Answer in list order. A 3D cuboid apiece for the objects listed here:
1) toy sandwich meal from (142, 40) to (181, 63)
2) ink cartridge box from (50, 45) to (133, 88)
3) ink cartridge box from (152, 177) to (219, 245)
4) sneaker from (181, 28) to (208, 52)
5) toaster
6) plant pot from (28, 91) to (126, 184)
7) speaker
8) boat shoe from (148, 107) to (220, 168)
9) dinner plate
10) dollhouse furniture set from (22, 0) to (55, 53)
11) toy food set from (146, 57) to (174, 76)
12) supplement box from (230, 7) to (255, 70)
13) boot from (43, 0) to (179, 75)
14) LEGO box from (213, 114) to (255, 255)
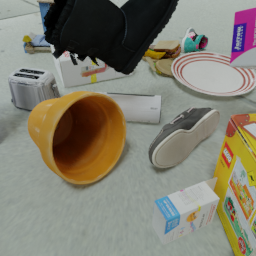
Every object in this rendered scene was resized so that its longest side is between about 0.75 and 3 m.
[{"bbox_3d":[1.210,-3.084,10.965,1.702,0.583,1.702,0,38,0],"label":"toy sandwich meal"},{"bbox_3d":[-1.272,-2.437,9.771,2.477,1.033,1.798,-14,40,-17],"label":"ink cartridge box"},{"bbox_3d":[1.128,1.467,5.021,1.330,0.766,0.451,-16,42,-19],"label":"ink cartridge box"},{"bbox_3d":[2.835,-3.676,11.610,0.998,0.691,1.653,9,47,20],"label":"sneaker"},{"bbox_3d":[-2.753,-1.114,8.105,1.589,1.026,0.903,11,39,13],"label":"toaster"},{"bbox_3d":[-1.281,0.055,6.158,1.872,1.872,1.714,-32,33,-34],"label":"plant pot"},{"bbox_3d":[-0.034,-0.564,7.634,1.860,0.755,0.755,4,38,6],"label":"speaker"},{"bbox_3d":[1.246,0.152,6.727,0.746,0.875,2.617,20,36,42],"label":"boat shoe"},{"bbox_3d":[2.852,-1.798,9.436,2.812,0.341,2.812,2,41,-2],"label":"dinner plate"},{"bbox_3d":[-2.999,-4.207,11.588,2.301,1.591,2.438,2,39,3],"label":"dollhouse furniture set"},{"bbox_3d":[1.455,-2.119,10.032,1.596,0.320,1.102,1,42,-17],"label":"toy food set"},{"bbox_3d":[3.055,-1.592,4.913,1.116,1.092,2.159,-4,11,-33],"label":"supplement box"},{"bbox_3d":[-0.313,-2.343,5.540,2.117,2.584,0.956,14,27,-42],"label":"boot"},{"bbox_3d":[2.282,1.320,4.230,1.022,1.972,2.649,-3,39,-5],"label":"LEGO box"}]
